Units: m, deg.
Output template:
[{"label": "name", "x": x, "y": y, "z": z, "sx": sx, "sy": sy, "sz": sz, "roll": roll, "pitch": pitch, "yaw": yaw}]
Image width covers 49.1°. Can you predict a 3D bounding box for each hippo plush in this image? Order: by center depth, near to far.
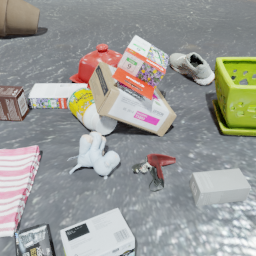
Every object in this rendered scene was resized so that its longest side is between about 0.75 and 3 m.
[{"label": "hippo plush", "x": -0.860, "y": 0.798, "z": 7.961, "sx": 1.094, "sy": 1.084, "sz": 1.361, "roll": 27, "pitch": 44, "yaw": 32}]

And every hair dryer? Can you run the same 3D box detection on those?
[{"label": "hair dryer", "x": 0.869, "y": 1.205, "z": 8.146, "sx": 1.391, "sy": 0.378, "sz": 1.059, "roll": -33, "pitch": 65, "yaw": -31}]

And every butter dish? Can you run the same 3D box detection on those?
[{"label": "butter dish", "x": -1.075, "y": -2.782, "z": 12.235, "sx": 2.363, "sy": 1.747, "sz": 2.357, "roll": 27, "pitch": 44, "yaw": 32}]

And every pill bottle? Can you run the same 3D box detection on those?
[{"label": "pill bottle", "x": -1.243, "y": -0.582, "z": 9.803, "sx": 1.097, "sy": 1.097, "sz": 1.946, "roll": -22, "pitch": 42, "yaw": -27}]

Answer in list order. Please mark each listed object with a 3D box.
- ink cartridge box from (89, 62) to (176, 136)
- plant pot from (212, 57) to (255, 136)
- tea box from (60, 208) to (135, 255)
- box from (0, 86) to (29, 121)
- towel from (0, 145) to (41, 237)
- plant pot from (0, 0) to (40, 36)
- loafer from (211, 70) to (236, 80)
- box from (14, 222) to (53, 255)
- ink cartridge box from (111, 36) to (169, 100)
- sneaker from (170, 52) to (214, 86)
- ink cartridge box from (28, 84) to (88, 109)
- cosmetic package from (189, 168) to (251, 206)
[{"label": "ink cartridge box", "x": 0.109, "y": -0.998, "z": 9.555, "sx": 2.582, "sy": 0.970, "sz": 2.127, "roll": 19, "pitch": 27, "yaw": -29}, {"label": "plant pot", "x": 4.146, "y": -1.006, "z": 9.539, "sx": 2.318, "sy": 2.103, "sz": 2.306, "roll": 2, "pitch": 37, "yaw": 3}, {"label": "tea box", "x": -0.583, "y": 2.469, "z": 5.582, "sx": 1.236, "sy": 1.216, "sz": 0.826, "roll": -16, "pitch": 39, "yaw": -21}, {"label": "box", "x": -4.904, "y": -0.925, "z": 10.286, "sx": 2.197, "sy": 1.100, "sz": 0.823, "roll": 3, "pitch": 36, "yaw": 2}, {"label": "towel", "x": -3.730, "y": 1.542, "z": 7.493, "sx": 2.193, "sy": 0.448, "sz": 2.997, "roll": -2, "pitch": 37, "yaw": -1}, {"label": "plant pot", "x": -6.837, "y": -6.888, "z": 17.463, "sx": 2.396, "sy": 2.748, "sz": 2.748, "roll": 10, "pitch": 33, "yaw": -20}, {"label": "loafer", "x": 4.350, "y": -2.585, "z": 12.903, "sx": 1.750, "sy": 0.633, "sz": 0.637, "roll": 1, "pitch": 38, "yaw": 3}, {"label": "box", "x": -2.098, "y": 2.624, "z": 6.202, "sx": 0.725, "sy": 0.229, "sz": 0.919, "roll": -13, "pitch": 38, "yaw": -18}, {"label": "ink cartridge box", "x": 0.484, "y": -2.002, "z": 8.909, "sx": 1.417, "sy": 0.655, "sz": 2.601, "roll": 29, "pitch": 34, "yaw": -6}, {"label": "sneaker", "x": 2.820, "y": -3.065, "z": 12.817, "sx": 1.029, "sy": 1.250, "sz": 2.717, "roll": -41, "pitch": 45, "yaw": -7}, {"label": "ink cartridge box", "x": -2.748, "y": -1.291, "z": 11.244, "sx": 2.179, "sy": 0.549, "sz": 1.187, "roll": 0, "pitch": 36, "yaw": -2}, {"label": "cosmetic package", "x": 2.401, "y": 1.546, "z": 7.382, "sx": 1.361, "sy": 0.614, "sz": 0.727, "roll": -1, "pitch": 37, "yaw": -6}]
